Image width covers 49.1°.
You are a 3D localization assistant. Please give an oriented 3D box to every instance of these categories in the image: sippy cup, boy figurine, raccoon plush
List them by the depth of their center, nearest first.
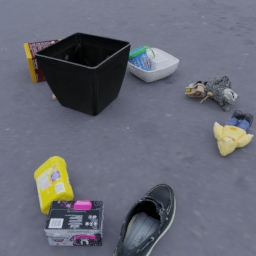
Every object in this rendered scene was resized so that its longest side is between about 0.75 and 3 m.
[{"bbox_3d":[3.820,0.179,10.382,1.441,0.747,2.319,26,42,26],"label":"boy figurine"},{"bbox_3d":[3.796,-1.407,12.619,2.201,1.065,1.475,-11,43,35],"label":"raccoon plush"},{"bbox_3d":[0.585,-3.439,14.334,1.494,1.095,1.173,-10,26,38],"label":"sippy cup"}]

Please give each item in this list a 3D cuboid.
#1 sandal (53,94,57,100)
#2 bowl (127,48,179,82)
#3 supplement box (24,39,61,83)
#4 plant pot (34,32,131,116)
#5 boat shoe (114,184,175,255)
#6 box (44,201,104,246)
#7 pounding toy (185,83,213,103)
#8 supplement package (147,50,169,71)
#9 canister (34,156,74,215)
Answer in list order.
[{"bbox_3d":[-3.350,-1.883,13.276,0.492,0.441,1.341,-3,38,-4],"label":"sandal"},{"bbox_3d":[1.172,-3.241,14.682,2.375,0.887,2.372,-23,43,-28],"label":"bowl"},{"bbox_3d":[-4.179,-3.558,14.691,2.057,1.366,2.029,-14,40,-17],"label":"supplement box"},{"bbox_3d":[-1.770,-2.241,12.022,2.882,2.557,2.875,19,41,22],"label":"plant pot"},{"bbox_3d":[0.522,2.329,7.397,1.060,0.940,2.836,23,43,27],"label":"boat shoe"},{"bbox_3d":[-1.343,2.496,7.314,1.378,0.791,0.911,-1,39,1],"label":"box"},{"bbox_3d":[3.092,-1.534,12.517,1.203,0.688,0.690,1,72,42],"label":"pounding toy"},{"bbox_3d":[1.448,-3.422,14.772,0.794,0.791,1.353,-19,43,-20],"label":"supplement package"},{"bbox_3d":[-2.195,1.686,8.244,1.049,0.611,1.412,-41,44,10],"label":"canister"}]
